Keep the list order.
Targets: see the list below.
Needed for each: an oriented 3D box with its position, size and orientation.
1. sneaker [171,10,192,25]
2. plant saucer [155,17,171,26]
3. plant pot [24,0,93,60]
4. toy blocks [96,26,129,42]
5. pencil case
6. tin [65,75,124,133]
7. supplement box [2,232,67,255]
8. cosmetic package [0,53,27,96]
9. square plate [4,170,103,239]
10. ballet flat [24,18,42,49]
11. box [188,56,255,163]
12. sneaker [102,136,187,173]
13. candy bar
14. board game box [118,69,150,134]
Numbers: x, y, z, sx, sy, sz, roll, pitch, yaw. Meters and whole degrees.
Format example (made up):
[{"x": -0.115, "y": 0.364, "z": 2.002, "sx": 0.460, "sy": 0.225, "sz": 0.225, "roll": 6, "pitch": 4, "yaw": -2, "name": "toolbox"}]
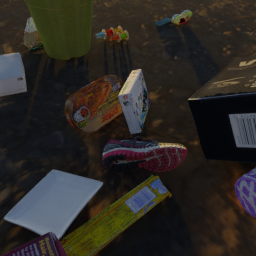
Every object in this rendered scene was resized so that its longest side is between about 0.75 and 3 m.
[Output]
[{"x": 2.478, "y": -4.857, "z": 12.453, "sx": 1.147, "sy": 0.448, "sz": 0.518, "roll": -31, "pitch": 58, "yaw": -21, "name": "sneaker"}, {"x": 1.607, "y": -4.789, "z": 12.588, "sx": 0.309, "sy": 0.084, "sz": 0.884, "roll": 34, "pitch": 54, "yaw": 31, "name": "plant saucer"}, {"x": -2.289, "y": -3.915, "z": 9.792, "sx": 2.741, "sy": 2.603, "sz": 2.741, "roll": 0, "pitch": 42, "yaw": 0, "name": "plant pot"}, {"x": -0.646, "y": -3.686, "z": 11.168, "sx": 1.088, "sy": 0.395, "sz": 0.907, "roll": -20, "pitch": 46, "yaw": -21, "name": "toy blocks"}, {"x": 3.284, "y": 0.994, "z": 5.806, "sx": 2.277, "sy": 0.973, "sz": 0.955, "roll": -23, "pitch": 3, "yaw": -22, "name": "pencil case"}, {"x": -0.785, "y": -0.637, "z": 7.354, "sx": 0.419, "sy": 1.121, "sz": 2.002, "roll": -10, "pitch": 21, "yaw": 48, "name": "tin"}, {"x": -1.703, "y": 2.679, "z": 3.704, "sx": 2.189, "sy": 1.130, "sz": 1.433, "roll": -22, "pitch": 46, "yaw": -16, "name": "supplement box"}, {"x": -3.761, "y": -1.735, "z": 8.909, "sx": 0.877, "sy": 0.631, "sz": 1.554, "roll": -12, "pitch": 45, "yaw": -12, "name": "cosmetic package"}, {"x": -1.398, "y": 1.440, "z": 5.402, "sx": 1.434, "sy": 0.204, "sz": 1.421, "roll": 7, "pitch": 37, "yaw": 32, "name": "square plate"}, {"x": -3.729, "y": -4.154, "z": 11.317, "sx": 0.932, "sy": 0.863, "sz": 2.643, "roll": -6, "pitch": 43, "yaw": 0, "name": "ballet flat"}, {"x": 3.251, "y": -0.571, "z": 6.026, "sx": 2.691, "sy": 1.607, "sz": 2.737, "roll": 0, "pitch": 29, "yaw": 44, "name": "box"}, {"x": 0.380, "y": 0.509, "z": 6.387, "sx": 1.925, "sy": 0.776, "sz": 0.719, "roll": 0, "pitch": 41, "yaw": 1, "name": "sneaker"}, {"x": -0.209, "y": 1.750, "z": 5.380, "sx": 2.665, "sy": 0.295, "sz": 0.664, "roll": -30, "pitch": 60, "yaw": -28, "name": "candy bar"}, {"x": 0.209, "y": -0.723, "z": 7.123, "sx": 0.286, "sy": 1.043, "sz": 1.652, "roll": -8, "pitch": 28, "yaw": 18, "name": "board game box"}]
